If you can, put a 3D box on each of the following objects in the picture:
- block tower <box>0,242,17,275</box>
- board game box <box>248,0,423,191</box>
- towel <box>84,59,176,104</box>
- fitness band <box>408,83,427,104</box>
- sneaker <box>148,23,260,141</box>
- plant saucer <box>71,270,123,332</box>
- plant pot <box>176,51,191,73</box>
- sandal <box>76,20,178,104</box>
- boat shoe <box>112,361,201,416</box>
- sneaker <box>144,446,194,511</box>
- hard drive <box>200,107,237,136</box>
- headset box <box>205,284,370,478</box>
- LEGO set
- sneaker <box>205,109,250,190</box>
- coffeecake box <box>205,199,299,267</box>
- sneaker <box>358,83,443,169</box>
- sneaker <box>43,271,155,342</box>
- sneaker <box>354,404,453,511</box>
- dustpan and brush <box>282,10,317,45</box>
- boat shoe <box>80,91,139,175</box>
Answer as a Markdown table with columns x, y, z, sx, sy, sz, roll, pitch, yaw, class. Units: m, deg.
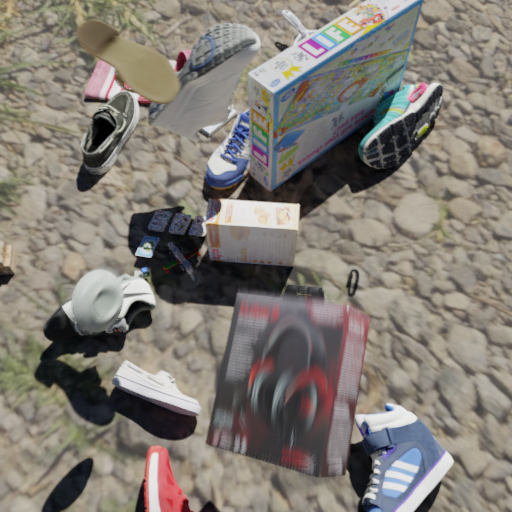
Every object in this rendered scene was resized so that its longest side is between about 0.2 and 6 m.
| x | y | z | sx | sy | sz | roll | pitch | yaw | class |
| --- | --- | --- | --- | --- | --- | --- | --- | --- | --- |
| -5.950 | 0.125 | 11.385 | 1.929 | 0.521 | 0.558 | -7 | 58 | -5 | block tower |
| 1.688 | -3.658 | 12.297 | 4.372 | 2.939 | 0.748 | -37 | 65 | -21 | board game box |
| -3.193 | -4.553 | 14.450 | 2.149 | 0.244 | 1.548 | 6 | 59 | 3 | towel |
| 2.900 | -2.928 | 10.063 | 0.099 | 0.378 | 0.527 | 38 | 30 | -9 | fitness band |
| -0.858 | -3.257 | 10.697 | 1.302 | 2.990 | 1.114 | 23 | 58 | -32 | sneaker |
| -2.219 | 0.660 | 8.067 | 0.226 | 0.900 | 0.900 | 4 | 53 | 37 | plant saucer |
| -1.494 | -4.724 | 14.226 | 0.835 | 0.933 | 0.933 | -10 | 57 | -25 | plant pot |
| -1.848 | -2.775 | 8.398 | 1.909 | 0.628 | 0.700 | 39 | 76 | 12 | sandal |
| -1.717 | 2.342 | 9.997 | 1.712 | 0.616 | 0.562 | 15 | 64 | 19 | boat shoe |
| -1.038 | 4.167 | 8.805 | 1.366 | 0.926 | 2.364 | -4 | 70 | -12 | sneaker |
| -1.046 | -3.409 | 13.802 | 0.647 | 0.131 | 0.982 | 37 | 66 | 20 | hard drive |
| 0.430 | 1.450 | 7.065 | 1.627 | 0.821 | 2.189 | 5 | 76 | 32 | headset box |
| -1.767 | -0.166 | 11.772 | 1.301 | 0.428 | 1.742 | 8 | 51 | 12 | LEGO set |
| -0.385 | -2.662 | 12.759 | 0.965 | 1.129 | 2.563 | 26 | 63 | 14 | sneaker |
| -0.071 | -0.444 | 11.239 | 1.774 | 1.361 | 0.648 | 4 | 58 | 3 | coffeecake box |
| 3.270 | -3.102 | 13.243 | 1.199 | 1.167 | 3.011 | 23 | 54 | 36 | sneaker |
| -2.916 | 1.138 | 10.591 | 2.150 | 0.797 | 0.951 | -29 | 60 | -16 | sneaker |
| 1.968 | 3.422 | 9.110 | 2.176 | 0.876 | 1.593 | -36 | 66 | -22 | sneaker |
| 1.439 | -5.592 | 14.810 | 1.723 | 0.707 | 2.469 | -31 | 63 | -18 | dustpan and brush |
| -3.420 | -3.088 | 13.180 | 0.880 | 0.793 | 2.490 | 9 | 60 | 6 | boat shoe |
